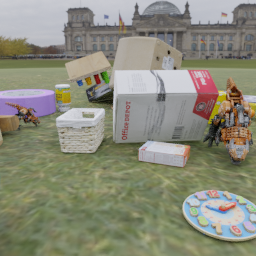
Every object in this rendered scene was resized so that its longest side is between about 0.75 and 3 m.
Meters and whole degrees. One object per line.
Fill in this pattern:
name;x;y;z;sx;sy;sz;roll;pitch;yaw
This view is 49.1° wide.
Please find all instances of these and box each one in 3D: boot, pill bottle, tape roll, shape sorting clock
boot;-4.440;0.094;7.905;1.843;0.906;2.574;-5;11;3
pill bottle;-2.830;-1.312;12.274;0.636;1.128;0.636;0;15;0
tape roll;-4.446;-1.083;11.991;2.597;0.852;2.597;0;16;0
shape sorting clock;1.469;1.302;4.357;1.218;0.239;1.218;0;15;0

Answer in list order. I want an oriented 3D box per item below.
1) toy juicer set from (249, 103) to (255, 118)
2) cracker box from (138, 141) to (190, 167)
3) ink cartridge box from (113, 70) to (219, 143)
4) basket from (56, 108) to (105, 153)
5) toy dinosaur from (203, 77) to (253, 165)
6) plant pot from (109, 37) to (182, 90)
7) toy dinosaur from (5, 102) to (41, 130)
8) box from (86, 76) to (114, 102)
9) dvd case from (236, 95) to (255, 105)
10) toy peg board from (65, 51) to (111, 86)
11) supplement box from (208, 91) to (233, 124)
toy juicer set;5.530;-0.620;10.628;2.438;0.663;1.551;11;19;34
cracker box;0.883;0.609;6.755;1.100;0.317;0.737;7;17;21
ink cartridge box;0.876;-0.573;7.722;2.580;1.894;1.069;-1;48;-7
basket;-1.237;0.038;7.696;1.021;0.929;1.506;1;14;6
toy dinosaur;2.724;-0.215;7.057;1.249;1.660;2.445;21;64;20
plant pot;0.969;-2.674;12.561;2.489;2.486;2.203;19;-12;-34
toy dinosaur;-3.610;-0.440;9.532;1.240;0.842;0.633;40;-5;-8
box;-0.426;-2.135;14.185;2.262;0.690;2.856;-15;-2;-42
dvd case;5.801;-1.371;14.211;2.179;0.234;2.931;6;16;23
toy peg board;-1.156;-1.662;8.472;1.213;0.596;1.218;-21;38;-5
supplement box;2.841;-0.806;10.466;1.994;1.092;1.085;2;15;5
